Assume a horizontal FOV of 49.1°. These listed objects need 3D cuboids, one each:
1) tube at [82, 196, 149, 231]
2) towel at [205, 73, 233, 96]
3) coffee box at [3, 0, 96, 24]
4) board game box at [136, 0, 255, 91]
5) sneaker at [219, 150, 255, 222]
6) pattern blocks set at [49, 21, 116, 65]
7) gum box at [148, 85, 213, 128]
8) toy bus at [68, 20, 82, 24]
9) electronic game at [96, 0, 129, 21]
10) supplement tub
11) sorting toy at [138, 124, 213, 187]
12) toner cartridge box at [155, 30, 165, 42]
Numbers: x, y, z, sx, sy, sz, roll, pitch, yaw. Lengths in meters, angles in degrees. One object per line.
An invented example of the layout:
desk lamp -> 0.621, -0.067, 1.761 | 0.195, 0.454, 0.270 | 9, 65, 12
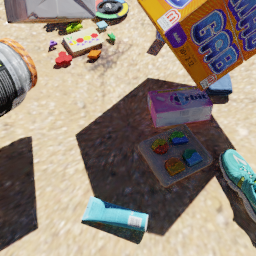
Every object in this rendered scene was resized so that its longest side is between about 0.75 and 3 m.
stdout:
tube -> -0.297, 2.100, 6.743 | 1.556, 0.392, 0.602 | 11, 54, 13
towel -> 2.970, -1.717, 9.346 | 0.858, 0.373, 1.538 | 3, 54, 2
coffee box -> -1.791, -2.774, 6.024 | 1.363, 0.950, 2.384 | -12, 22, -27
board game box -> 1.949, -3.197, 7.121 | 2.697, 2.696, 2.698 | -35, 56, 16
sneaker -> 3.081, 1.335, 6.968 | 0.805, 0.827, 2.076 | -20, 57, -13
pattern blocks set -> -1.706, -3.264, 10.507 | 2.448, 0.198, 2.152 | -17, 57, -12
gum box -> 1.572, -0.682, 8.396 | 1.794, 0.593, 1.018 | -8, 45, -5
toy bus -> -2.324, -4.898, 11.293 | 1.341, 0.910, 1.287 | 11, 43, 11
electronic game -> -0.743, -4.951, 11.592 | 1.591, 0.331, 1.591 | 0, 56, 0
supplement tub -> -2.455, -0.584, 4.277 | 1.235, 1.235, 2.016 | 27, 46, 18
sorting toy -> 1.301, 0.669, 7.747 | 1.603, 0.292, 1.483 | -24, 59, -16
toner cartridge box -> 1.708, -4.326, 10.784 | 0.436, 0.960, 2.020 | 24, 58, 17
